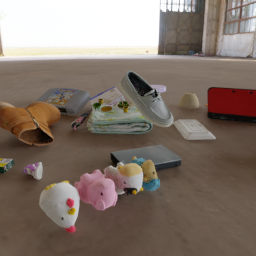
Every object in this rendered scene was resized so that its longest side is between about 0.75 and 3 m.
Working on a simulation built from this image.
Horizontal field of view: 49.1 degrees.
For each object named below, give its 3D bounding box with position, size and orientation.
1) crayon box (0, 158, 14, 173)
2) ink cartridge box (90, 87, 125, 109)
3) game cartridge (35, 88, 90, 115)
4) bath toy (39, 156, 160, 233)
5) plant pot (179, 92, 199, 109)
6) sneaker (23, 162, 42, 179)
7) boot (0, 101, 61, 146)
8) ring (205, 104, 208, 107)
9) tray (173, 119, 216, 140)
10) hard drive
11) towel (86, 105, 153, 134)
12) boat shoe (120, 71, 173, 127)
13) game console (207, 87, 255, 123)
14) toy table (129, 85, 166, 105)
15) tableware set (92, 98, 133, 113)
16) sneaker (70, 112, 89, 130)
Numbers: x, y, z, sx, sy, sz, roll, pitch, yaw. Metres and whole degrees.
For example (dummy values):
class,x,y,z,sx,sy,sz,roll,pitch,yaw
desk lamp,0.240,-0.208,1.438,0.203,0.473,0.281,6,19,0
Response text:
class,x,y,z,sx,sy,sz,roll,pitch,yaw
crayon box,-3.779,1.057,7.977,0.849,0.216,0.539,3,18,8
ink cartridge box,-1.077,-1.360,14.058,1.547,0.544,2.592,-28,23,-2
game cartridge,-3.361,-1.423,14.298,2.631,0.546,1.752,7,45,22
bath toy,-0.522,1.358,6.015,2.656,1.155,0.982,-14,65,-39
plant pot,3.292,-1.517,15.078,1.075,0.722,1.075,-1,18,0
sneaker,-2.571,1.195,7.516,0.479,0.304,0.840,-10,12,-11
boot,-3.346,-0.114,10.490,2.313,1.102,2.990,32,21,36
ring,5.030,-1.009,13.829,2.395,0.230,2.395,1,8,0
tray,2.592,-0.005,11.214,1.163,0.240,2.165,0,18,-4
hard drive,0.498,0.922,8.276,1.757,0.289,1.226,-7,19,-22
towel,-0.319,-0.443,11.661,2.561,0.617,2.192,1,23,-1
boat shoe,0.715,-1.092,10.308,2.557,0.911,0.892,44,62,9
game console,5.041,-1.147,12.490,2.726,1.618,2.349,8,20,23
toy table,0.821,-1.420,13.935,2.122,1.243,1.951,0,18,2
tableware set,-0.651,-0.972,11.825,1.595,0.245,1.075,16,38,25
sneaker,-1.908,-0.264,11.441,0.893,0.313,0.366,-40,70,-8
